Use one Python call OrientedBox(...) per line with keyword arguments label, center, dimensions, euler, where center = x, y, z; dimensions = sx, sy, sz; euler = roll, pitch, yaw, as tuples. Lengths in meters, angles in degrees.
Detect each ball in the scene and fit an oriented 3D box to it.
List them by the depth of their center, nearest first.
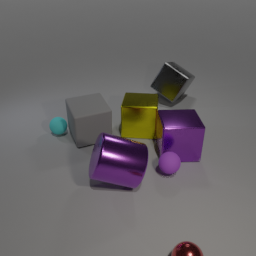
OrientedBox(label="ball", center=(1.292, 2.829, 6.076), dimensions=(0.700, 0.700, 0.700), euler=(0, 29, 0))
OrientedBox(label="ball", center=(1.310, 1.099, 8.843), dimensions=(0.700, 0.700, 0.700), euler=(0, 29, 0))
OrientedBox(label="ball", center=(-2.773, -0.093, 11.160), dimensions=(0.700, 0.700, 0.700), euler=(0, 29, 0))

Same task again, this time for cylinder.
OrientedBox(label="cylinder", center=(-0.304, 0.965, 8.298), dimensions=(1.400, 1.400, 1.400), euler=(16, 26, -15))

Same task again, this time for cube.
OrientedBox(label="cube", center=(1.796, 0.254, 9.956), dimensions=(1.400, 1.400, 1.400), euler=(-1, 29, -2))
OrientedBox(label="cube", center=(-1.495, -0.327, 10.719), dimensions=(1.400, 1.400, 1.400), euler=(-13, 40, -19))
OrientedBox(label="cube", center=(0.493, -0.518, 11.338), dimensions=(1.400, 1.400, 1.400), euler=(3, 29, 6))
OrientedBox(label="cube", center=(2.216, -2.287, 13.796), dimensions=(1.400, 1.400, 1.400), euler=(38, 26, 13))
